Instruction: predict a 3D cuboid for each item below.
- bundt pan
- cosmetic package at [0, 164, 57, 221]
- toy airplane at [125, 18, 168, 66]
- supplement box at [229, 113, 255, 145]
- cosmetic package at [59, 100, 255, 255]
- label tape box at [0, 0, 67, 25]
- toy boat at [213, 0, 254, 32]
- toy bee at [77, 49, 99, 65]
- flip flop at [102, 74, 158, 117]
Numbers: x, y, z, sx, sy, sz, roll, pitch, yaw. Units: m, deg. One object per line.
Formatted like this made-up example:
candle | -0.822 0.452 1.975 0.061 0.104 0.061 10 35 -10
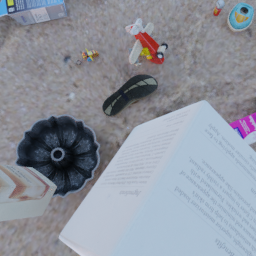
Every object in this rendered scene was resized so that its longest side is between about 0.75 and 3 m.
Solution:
bundt pan | -1.940 0.857 8.150 2.392 0.898 2.392 0 73 0
cosmetic package | -2.530 1.331 5.907 0.985 1.905 0.831 28 89 22
toy airplane | 0.447 -2.745 9.117 1.497 1.056 1.491 -11 85 -37
supplement box | 3.741 0.038 8.448 1.537 0.795 0.778 -23 76 -5
cosmetic package | 0.802 1.592 5.229 2.465 2.467 2.990 43 64 -14
label tape box | -3.471 -4.569 9.808 2.345 0.775 1.680 -14 74 -2
toy boat | 3.647 -3.957 9.683 1.378 0.640 1.159 23 76 6
toy bee | -1.342 -2.397 9.346 0.510 0.424 0.779 39 77 10
flip flop | 0.056 -1.015 8.925 1.936 0.557 0.785 -36 80 6
